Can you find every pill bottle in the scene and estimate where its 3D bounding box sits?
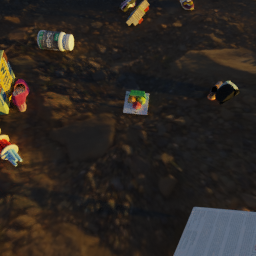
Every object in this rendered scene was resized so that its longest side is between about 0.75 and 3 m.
[{"bbox_3d":[-2.921,-3.531,11.367,1.309,0.740,0.740,7,52,6],"label":"pill bottle"}]

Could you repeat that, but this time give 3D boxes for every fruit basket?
[{"bbox_3d":[0.288,-0.847,9.566,0.812,0.411,0.877,5,68,4],"label":"fruit basket"}]

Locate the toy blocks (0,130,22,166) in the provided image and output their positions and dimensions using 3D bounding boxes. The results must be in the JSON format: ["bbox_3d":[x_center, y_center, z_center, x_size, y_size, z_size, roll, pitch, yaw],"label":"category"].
[{"bbox_3d":[-3.925,0.750,8.141,1.512,0.549,1.260,38,60,26],"label":"toy blocks"}]

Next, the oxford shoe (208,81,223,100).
[{"bbox_3d":[3.158,-1.400,9.948,0.344,0.351,0.964,26,56,19],"label":"oxford shoe"}]

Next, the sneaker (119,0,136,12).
[{"bbox_3d":[-0.042,-6.071,13.573,0.452,0.420,1.046,34,58,25],"label":"sneaker"}]

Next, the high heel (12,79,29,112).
[{"bbox_3d":[-3.768,-1.331,9.643,0.523,0.745,1.553,-7,52,-6],"label":"high heel"}]

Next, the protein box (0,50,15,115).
[{"bbox_3d":[-5.035,-1.475,9.417,1.859,1.263,1.872,-5,52,-4],"label":"protein box"}]

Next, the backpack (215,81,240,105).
[{"bbox_3d":[3.288,-1.220,9.247,0.896,0.748,0.567,-20,74,-53],"label":"backpack"}]

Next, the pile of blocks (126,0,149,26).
[{"bbox_3d":[0.454,-5.137,12.866,0.535,0.707,1.721,42,64,-21],"label":"pile of blocks"}]

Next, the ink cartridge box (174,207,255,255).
[{"bbox_3d":[2.219,2.642,5.682,2.525,0.597,2.021,-6,32,40],"label":"ink cartridge box"}]

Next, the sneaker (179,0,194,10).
[{"bbox_3d":[2.838,-6.285,13.606,0.508,0.611,1.356,-13,53,-10],"label":"sneaker"}]
